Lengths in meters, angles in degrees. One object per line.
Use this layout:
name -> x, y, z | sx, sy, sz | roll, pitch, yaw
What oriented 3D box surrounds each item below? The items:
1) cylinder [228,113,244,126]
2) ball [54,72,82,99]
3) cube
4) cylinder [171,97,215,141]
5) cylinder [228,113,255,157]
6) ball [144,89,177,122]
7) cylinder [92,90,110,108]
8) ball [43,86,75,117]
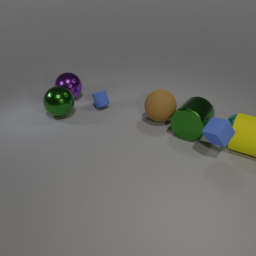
cylinder -> 4.522, -0.165, 11.483 | 0.700, 0.700, 0.700 | -18, 11, 4
ball -> -3.054, -2.143, 14.360 | 1.400, 1.400, 1.400 | 0, 31, 0
cube -> 3.153, 0.134, 9.747 | 0.700, 0.700, 0.700 | -51, 31, -14
cylinder -> 2.645, -0.394, 11.418 | 1.400, 1.400, 1.400 | 17, 35, 26
cylinder -> 4.568, 0.292, 10.264 | 1.400, 1.400, 1.400 | 18, 35, 26
ball -> 1.410, -0.974, 12.154 | 1.400, 1.400, 1.400 | 0, 31, 0
cylinder -> -1.319, -1.415, 13.598 | 0.700, 0.700, 0.700 | -17, 10, 3
ball -> -3.141, -1.207, 12.762 | 1.400, 1.400, 1.400 | 0, 31, 0
